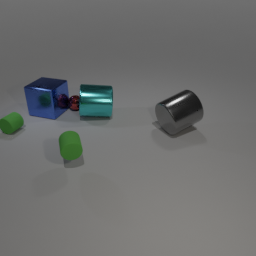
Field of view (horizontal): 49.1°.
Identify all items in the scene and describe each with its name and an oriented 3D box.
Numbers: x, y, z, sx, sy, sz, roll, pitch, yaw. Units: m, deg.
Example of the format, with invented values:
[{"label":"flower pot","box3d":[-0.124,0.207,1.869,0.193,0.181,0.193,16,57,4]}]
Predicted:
[{"label":"cylinder","box3d":[-1.860,0.559,9.051,0.700,0.700,0.700,-8,37,-14]},{"label":"cylinder","box3d":[-4.761,-0.207,11.433,0.700,0.700,0.700,11,30,18]},{"label":"cube","box3d":[-3.654,-1.391,12.816,1.400,1.400,1.400,10,31,16]},{"label":"cylinder","box3d":[2.027,-0.628,11.172,1.400,1.400,1.400,-27,37,-17]},{"label":"ball","box3d":[-2.466,-1.198,13.178,0.700,0.700,0.700,0,30,0]},{"label":"cylinder","box3d":[-1.421,-1.201,12.345,1.400,1.400,1.400,2,29,-9]}]
